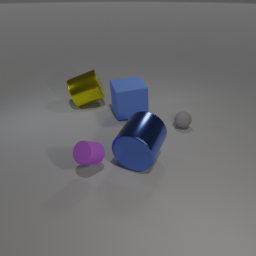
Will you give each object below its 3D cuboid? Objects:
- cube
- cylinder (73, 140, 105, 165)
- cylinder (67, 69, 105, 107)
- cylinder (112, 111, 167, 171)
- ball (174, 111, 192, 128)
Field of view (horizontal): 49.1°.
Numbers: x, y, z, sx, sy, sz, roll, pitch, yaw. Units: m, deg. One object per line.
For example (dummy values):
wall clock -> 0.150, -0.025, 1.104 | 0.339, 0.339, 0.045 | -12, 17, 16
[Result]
cube -> 0.044, -1.343, 12.454 | 1.400, 1.400, 1.400 | -11, 33, -10
cylinder -> -1.161, 0.741, 8.361 | 0.700, 0.700, 0.700 | 16, 1, 27
cylinder -> -1.976, -1.876, 13.291 | 1.400, 1.400, 1.400 | -21, 28, 4
cylinder -> 0.386, 0.400, 8.963 | 1.400, 1.400, 1.400 | 11, 39, 21
ball -> 2.256, -0.339, 11.504 | 0.700, 0.700, 0.700 | 0, 28, 0
